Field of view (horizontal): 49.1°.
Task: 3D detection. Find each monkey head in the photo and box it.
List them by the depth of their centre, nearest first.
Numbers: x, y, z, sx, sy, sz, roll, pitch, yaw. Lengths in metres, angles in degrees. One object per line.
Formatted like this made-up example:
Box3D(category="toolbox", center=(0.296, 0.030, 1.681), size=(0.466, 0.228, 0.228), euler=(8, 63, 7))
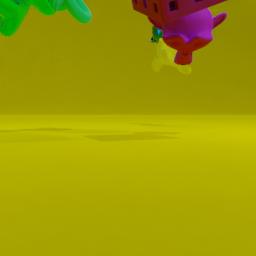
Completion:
Box3D(category="monkey head", center=(1.094, -1.787, 5.309), size=(1.482, 0.893, 1.066), euler=(2, -24, 5))
Box3D(category="monkey head", center=(1.425, -2.392, 9.380), size=(1.035, 1.717, 1.235), euler=(-2, -31, -25))

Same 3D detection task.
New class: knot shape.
Box3D(category="knot shape", center=(-1.235, -2.983, 6.135), size=(0.727, 1.472, 1.573), euler=(-19, -6, -24))

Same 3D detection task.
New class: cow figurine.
Box3D(category="cow figurine", center=(-2.209, -2.658, 5.469), size=(0.929, 1.665, 1.692), euler=(41, 6, 28))

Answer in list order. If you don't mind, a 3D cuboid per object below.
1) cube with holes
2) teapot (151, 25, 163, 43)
Box3D(category="cube with holes", center=(0.648, -2.263, 3.861), size=(1.088, 1.088, 1.088), euler=(-23, 37, -9))
Box3D(category="teapot", center=(1.383, -3.413, 10.239), size=(1.030, 0.811, 1.656), euler=(18, -7, -34))
